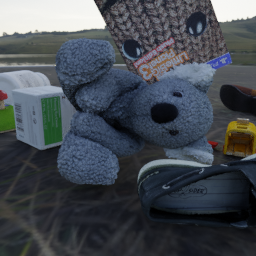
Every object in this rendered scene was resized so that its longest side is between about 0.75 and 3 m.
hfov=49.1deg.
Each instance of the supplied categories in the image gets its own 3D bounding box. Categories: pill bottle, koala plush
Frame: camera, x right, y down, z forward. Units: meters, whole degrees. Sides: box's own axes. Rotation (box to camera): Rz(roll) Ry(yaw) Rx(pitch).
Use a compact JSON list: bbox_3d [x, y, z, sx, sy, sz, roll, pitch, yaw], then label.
[{"bbox_3d":[-4.475,-1.625,11.872,1.572,1.572,2.749,3,16,11],"label":"pill bottle"},{"bbox_3d":[0.331,-0.307,5.702,2.910,2.581,2.674,-2,-2,5],"label":"koala plush"}]

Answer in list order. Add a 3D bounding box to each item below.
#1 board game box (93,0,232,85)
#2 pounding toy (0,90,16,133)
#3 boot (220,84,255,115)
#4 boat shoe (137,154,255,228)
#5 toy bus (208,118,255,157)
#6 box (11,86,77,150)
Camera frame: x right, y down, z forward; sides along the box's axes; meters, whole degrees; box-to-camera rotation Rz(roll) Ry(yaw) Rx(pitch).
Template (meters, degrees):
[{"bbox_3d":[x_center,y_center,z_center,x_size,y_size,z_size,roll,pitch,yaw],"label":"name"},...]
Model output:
[{"bbox_3d":[0.807,-2.535,6.731,2.288,2.870,1.390,-23,25,17],"label":"board game box"},{"bbox_3d":[-4.352,-0.727,9.318,2.034,1.223,2.635,1,16,2],"label":"pounding toy"},{"bbox_3d":[5.790,-1.301,11.799,2.989,1.023,2.814,-7,17,-26],"label":"boot"},{"bbox_3d":[1.498,0.923,3.795,2.817,1.053,0.934,3,19,7],"label":"boat shoe"},{"bbox_3d":[2.799,0.172,6.923,1.441,0.789,1.527,-7,17,-23],"label":"toy bus"},{"bbox_3d":[-2.204,-0.339,7.567,1.432,1.425,1.227,14,21,42],"label":"box"}]
